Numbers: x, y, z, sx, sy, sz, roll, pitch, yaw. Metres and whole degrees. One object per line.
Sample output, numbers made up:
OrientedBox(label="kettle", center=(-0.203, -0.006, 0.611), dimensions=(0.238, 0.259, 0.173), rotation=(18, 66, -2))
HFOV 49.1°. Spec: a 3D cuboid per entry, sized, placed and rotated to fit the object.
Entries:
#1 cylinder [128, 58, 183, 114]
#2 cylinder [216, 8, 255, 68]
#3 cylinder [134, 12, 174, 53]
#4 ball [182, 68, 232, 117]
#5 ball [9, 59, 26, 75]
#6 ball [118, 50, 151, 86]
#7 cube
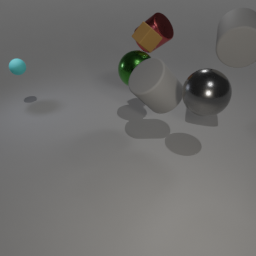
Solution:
OrientedBox(label="cylinder", center=(0.958, -1.402, 9.482), dimensions=(1.400, 1.400, 1.400), rotation=(-20, 54, 30))
OrientedBox(label="cylinder", center=(3.568, -2.887, 8.968), dimensions=(1.400, 1.400, 1.400), rotation=(8, 46, 13))
OrientedBox(label="cylinder", center=(1.252, -4.598, 13.597), dimensions=(1.400, 1.400, 1.400), rotation=(-23, 10, 44))
OrientedBox(label="ball", center=(2.289, -1.029, 8.185), dimensions=(1.400, 1.400, 1.400), rotation=(0, 32, 0))
OrientedBox(label="ball", center=(-4.803, -2.655, 12.182), dimensions=(0.700, 0.700, 0.700), rotation=(0, 32, 0))
OrientedBox(label="ball", center=(0.322, -2.215, 10.587), dimensions=(1.400, 1.400, 1.400), rotation=(0, 32, 0))
OrientedBox(label="cube", center=(0.703, -3.382, 10.442), dimensions=(0.700, 0.700, 0.700), rotation=(25, 23, -43))
